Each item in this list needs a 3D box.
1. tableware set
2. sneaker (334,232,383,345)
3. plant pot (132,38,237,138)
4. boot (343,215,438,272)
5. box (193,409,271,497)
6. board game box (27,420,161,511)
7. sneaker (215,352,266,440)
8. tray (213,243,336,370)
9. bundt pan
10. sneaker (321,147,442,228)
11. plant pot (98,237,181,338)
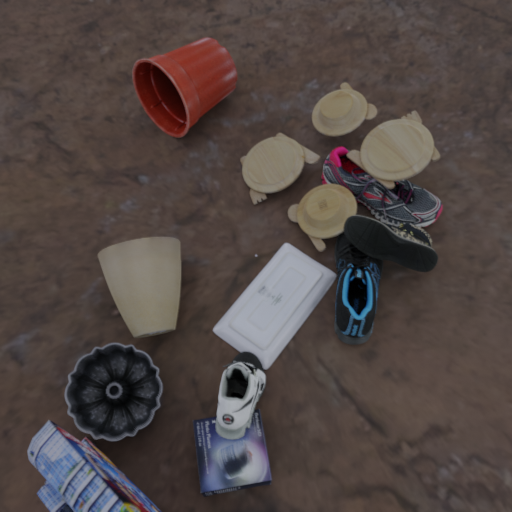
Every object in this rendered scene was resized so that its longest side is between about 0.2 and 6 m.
[{"bbox_3d":[1.638,-2.054,11.904,3.822,0.443,3.193,-39,58,2],"label":"tableware set"},{"bbox_3d":[2.034,0.316,10.854,0.980,1.096,2.676,2,61,4],"label":"sneaker"},{"bbox_3d":[-1.522,-3.982,12.816,1.864,1.864,1.812,40,62,19],"label":"plant pot"},{"bbox_3d":[2.671,-0.358,11.097,1.859,0.671,1.404,25,20,9],"label":"boot"},{"bbox_3d":[-0.408,3.326,9.485,1.176,0.731,1.186,-8,63,-6],"label":"box"},{"bbox_3d":[-2.348,3.711,8.439,2.912,2.914,0.899,31,67,31],"label":"board game box"},{"bbox_3d":[-0.225,2.103,9.550,0.732,0.875,1.977,4,26,5],"label":"sneaker"},{"bbox_3d":[0.402,0.883,11.024,1.333,0.275,2.483,33,67,17],"label":"tray"},{"bbox_3d":[-2.473,2.412,9.915,1.671,0.627,1.671,2,73,-5],"label":"bundt pan"},{"bbox_3d":[2.623,-1.405,11.817,2.654,0.991,1.070,23,65,11],"label":"sneaker"},{"bbox_3d":[-2.059,0.652,10.571,1.557,1.557,1.663,-11,79,-6],"label":"plant pot"}]
